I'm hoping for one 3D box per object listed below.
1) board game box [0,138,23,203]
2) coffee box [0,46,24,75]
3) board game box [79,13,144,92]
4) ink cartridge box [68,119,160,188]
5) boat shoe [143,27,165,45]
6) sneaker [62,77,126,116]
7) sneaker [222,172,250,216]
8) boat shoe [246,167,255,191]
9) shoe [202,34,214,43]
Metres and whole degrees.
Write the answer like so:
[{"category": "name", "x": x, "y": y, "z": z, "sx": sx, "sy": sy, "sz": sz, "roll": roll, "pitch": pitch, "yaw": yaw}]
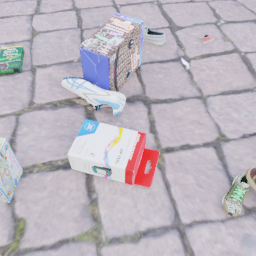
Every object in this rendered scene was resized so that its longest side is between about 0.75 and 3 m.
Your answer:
[{"category": "board game box", "x": -3.697, "y": 1.286, "z": 8.311, "sx": 0.300, "sy": 1.751, "sz": 1.177, "roll": 5, "pitch": 50, "yaw": 5}, {"category": "coffee box", "x": -5.404, "y": -3.152, "z": 12.914, "sx": 1.040, "sy": 0.372, "sz": 1.691, "roll": -6, "pitch": 50, "yaw": -5}, {"category": "board game box", "x": -0.594, "y": -2.973, "z": 11.572, "sx": 1.334, "sy": 2.197, "sz": 2.755, "roll": 23, "pitch": 55, "yaw": 17}, {"category": "ink cartridge box", "x": -0.380, "y": 0.824, "z": 9.231, "sx": 2.725, "sy": 0.916, "sz": 1.583, "roll": 12, "pitch": 51, "yaw": 9}, {"category": "boat shoe", "x": 0.990, "y": -4.741, "z": 14.043, "sx": 1.903, "sy": 0.678, "sz": 0.664, "roll": 20, "pitch": 53, "yaw": 16}, {"category": "sneaker", "x": -1.436, "y": -1.269, "z": 10.894, "sx": 2.727, "sy": 0.980, "sz": 0.988, "roll": 21, "pitch": 86, "yaw": 11}, {"category": "sneaker", "x": 3.337, "y": 1.909, "z": 8.472, "sx": 0.609, "sy": 0.702, "sz": 1.585, "roll": 24, "pitch": 54, "yaw": 19}, {"category": "boat shoe", "x": 4.288, "y": 1.932, "z": 8.128, "sx": 0.694, "sy": 0.692, "sz": 1.924, "roll": -31, "pitch": 81, "yaw": -21}, {"category": "shoe", "x": 4.043, "y": -4.545, "z": 14.099, "sx": 0.759, "sy": 0.345, "sz": 0.271, "roll": -28, "pitch": 55, "yaw": -21}]
